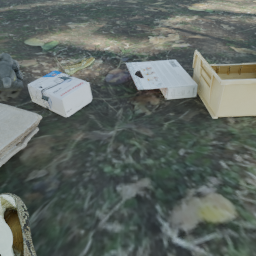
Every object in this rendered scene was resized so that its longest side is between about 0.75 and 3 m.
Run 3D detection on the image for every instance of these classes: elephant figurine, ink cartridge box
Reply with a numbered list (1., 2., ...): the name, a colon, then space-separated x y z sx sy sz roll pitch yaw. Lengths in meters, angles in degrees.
1. elephant figurine: -4.647 -1.596 9.353 1.973 1.530 1.396 -12 78 1
2. ink cartridge box: 1.102 -1.754 10.010 2.029 0.509 2.338 -6 35 -8
3. ink cartridge box: -2.139 -1.125 8.873 1.629 0.700 1.193 22 45 31

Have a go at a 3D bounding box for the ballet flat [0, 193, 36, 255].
1. ballet flat: -2.051 1.670 4.708 0.764 0.848 2.254 -27 42 -18

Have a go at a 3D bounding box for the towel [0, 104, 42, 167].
1. towel: -3.521 0.223 6.497 1.958 0.509 2.955 15 30 11

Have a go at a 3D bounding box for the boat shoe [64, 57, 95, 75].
1. boat shoe: -1.601 -2.103 9.239 1.047 0.329 0.382 -26 24 6

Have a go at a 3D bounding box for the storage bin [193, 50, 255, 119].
1. storage bin: 3.776 -1.579 9.050 2.782 1.304 2.762 -3 35 -3
